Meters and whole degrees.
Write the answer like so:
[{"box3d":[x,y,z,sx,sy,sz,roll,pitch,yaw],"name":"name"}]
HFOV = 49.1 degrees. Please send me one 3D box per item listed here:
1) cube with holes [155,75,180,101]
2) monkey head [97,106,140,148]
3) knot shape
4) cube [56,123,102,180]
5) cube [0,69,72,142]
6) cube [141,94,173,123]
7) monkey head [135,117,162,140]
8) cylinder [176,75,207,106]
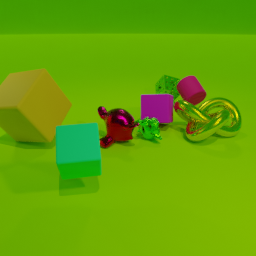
[{"box3d":[1.596,-1.562,11.257,0.734,0.734,0.734,11,60,-21],"name":"cube with holes"},{"box3d":[-0.364,-0.024,7.505,1.497,0.902,1.077,26,45,37],"name":"monkey head"},{"box3d":[2.279,-0.233,8.046,2.035,0.941,1.905,7,24,13],"name":"knot shape"},{"box3d":[-0.887,0.429,5.110,0.744,0.744,0.744,-5,59,-7],"name":"cube"},{"box3d":[-2.593,-0.559,7.395,1.359,1.359,1.359,0,51,29],"name":"cube"},{"box3d":[0.925,-0.603,8.799,0.869,0.869,0.869,1,4,18],"name":"cube"},{"box3d":[0.523,0.026,7.827,0.735,0.616,1.022,-5,15,-35],"name":"monkey head"},{"box3d":[2.330,-1.359,10.305,0.829,0.829,0.829,-10,57,-24],"name":"cylinder"}]
